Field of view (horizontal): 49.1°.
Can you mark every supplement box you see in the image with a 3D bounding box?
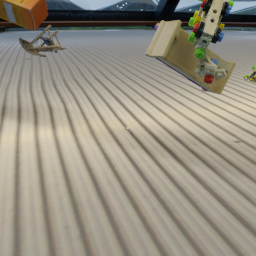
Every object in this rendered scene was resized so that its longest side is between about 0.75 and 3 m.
[{"bbox_3d":[-3.789,-3.904,8.410,2.586,0.890,0.860,22,62,6],"label":"supplement box"}]

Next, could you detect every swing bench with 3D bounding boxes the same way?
[{"bbox_3d":[-2.795,-2.762,9.252,1.141,0.740,1.135,-22,12,3],"label":"swing bench"}]

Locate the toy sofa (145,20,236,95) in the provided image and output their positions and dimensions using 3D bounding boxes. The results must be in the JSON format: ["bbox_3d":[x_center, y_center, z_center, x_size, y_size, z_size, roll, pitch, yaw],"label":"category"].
[{"bbox_3d":[1.500,-1.712,6.984,2.191,0.907,1.069,23,4,-31],"label":"toy sofa"}]

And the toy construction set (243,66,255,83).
[{"bbox_3d":[3.649,-1.424,7.840,0.440,0.627,0.956,26,29,-23],"label":"toy construction set"}]

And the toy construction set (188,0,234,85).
[{"bbox_3d":[1.804,-2.130,6.365,1.007,2.185,1.433,5,-16,-2],"label":"toy construction set"}]
